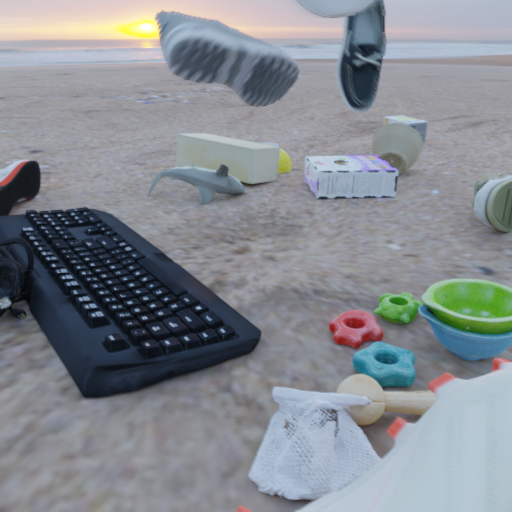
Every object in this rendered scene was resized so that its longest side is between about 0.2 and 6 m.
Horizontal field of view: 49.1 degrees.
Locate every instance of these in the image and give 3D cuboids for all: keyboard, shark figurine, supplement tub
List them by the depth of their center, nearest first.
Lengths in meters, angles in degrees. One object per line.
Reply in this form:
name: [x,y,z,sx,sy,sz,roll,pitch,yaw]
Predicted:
supplement tub: [0.940,-3.650,6.866,1.267,1.267,1.806,1,30,2]
keyboard: [-2.292,0.008,7.011,2.654,1.010,5.099,-15,26,-31]
shark figurine: [-1.162,-1.324,10.617,1.873,0.782,1.119,8,-11,-1]

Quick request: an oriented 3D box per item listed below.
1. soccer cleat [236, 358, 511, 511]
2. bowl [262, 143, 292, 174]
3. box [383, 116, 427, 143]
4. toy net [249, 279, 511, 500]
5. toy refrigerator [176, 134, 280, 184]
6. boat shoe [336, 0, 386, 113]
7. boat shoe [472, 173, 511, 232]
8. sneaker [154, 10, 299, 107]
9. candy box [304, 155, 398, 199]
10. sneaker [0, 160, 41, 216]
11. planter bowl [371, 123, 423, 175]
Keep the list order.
soccer cleat: [0.940,1.641,3.149,3.242,1.123,1.257,-20,34,-24]
bowl: [0.305,-2.287,12.906,1.067,0.574,1.067,1,23,0]
box: [4.202,-3.587,15.911,0.669,0.603,1.190,-10,25,-22]
toy net: [1.080,0.927,5.232,3.391,0.655,1.779,-21,31,-40]
toy refrigerator: [-0.665,-2.141,12.312,2.314,0.810,0.879,20,23,37]
boat shoe: [2.082,-4.038,10.961,0.885,2.340,0.706,-3,0,-11]
boat shoe: [4.092,-0.951,9.499,0.809,0.884,2.365,17,18,38]
sneaker: [-0.283,-2.509,6.863,2.154,0.805,0.883,5,49,-50]
candy box: [1.865,-1.614,11.313,1.591,0.569,1.334,-2,23,-5]
sneaker: [-4.881,-1.257,10.204,1.245,0.776,2.323,3,26,0]
planter bowl: [3.048,-2.257,12.388,1.121,1.121,0.755,9,51,21]
